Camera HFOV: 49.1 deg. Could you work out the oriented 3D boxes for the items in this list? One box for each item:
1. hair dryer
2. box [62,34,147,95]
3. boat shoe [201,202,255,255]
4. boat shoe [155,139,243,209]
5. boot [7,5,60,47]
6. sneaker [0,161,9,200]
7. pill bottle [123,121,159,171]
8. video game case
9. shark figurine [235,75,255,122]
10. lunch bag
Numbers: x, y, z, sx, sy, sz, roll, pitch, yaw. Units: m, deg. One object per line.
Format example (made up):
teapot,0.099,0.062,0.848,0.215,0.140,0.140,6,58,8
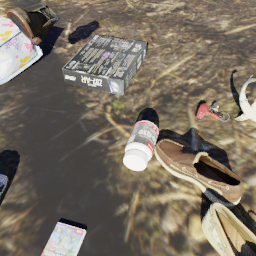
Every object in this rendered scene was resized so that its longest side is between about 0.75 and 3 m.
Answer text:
hair dryer,2.700,-0.505,9.178,1.105,0.300,0.842,-15,47,-14
box,-0.804,-2.641,11.101,2.402,0.653,2.999,13,46,13
boat shoe,2.401,2.607,5.656,0.875,0.748,2.388,-24,49,-23
boat shoe,1.798,0.907,7.247,2.597,0.961,0.959,33,53,29
boot,-2.688,-3.259,8.177,1.216,0.937,2.508,-48,12,-3
sneaker,-3.502,1.454,6.724,0.799,0.954,2.156,-5,43,-3
pill bottle,0.367,0.486,7.831,0.756,0.756,1.327,11,46,11
video game case,-1.433,2.616,6.126,0.713,0.087,0.997,12,45,12
shark figurine,3.925,-0.848,9.210,0.978,1.636,0.683,-16,-3,23
lunch bag,-5.224,-2.972,10.677,2.402,1.801,2.833,24,57,26
